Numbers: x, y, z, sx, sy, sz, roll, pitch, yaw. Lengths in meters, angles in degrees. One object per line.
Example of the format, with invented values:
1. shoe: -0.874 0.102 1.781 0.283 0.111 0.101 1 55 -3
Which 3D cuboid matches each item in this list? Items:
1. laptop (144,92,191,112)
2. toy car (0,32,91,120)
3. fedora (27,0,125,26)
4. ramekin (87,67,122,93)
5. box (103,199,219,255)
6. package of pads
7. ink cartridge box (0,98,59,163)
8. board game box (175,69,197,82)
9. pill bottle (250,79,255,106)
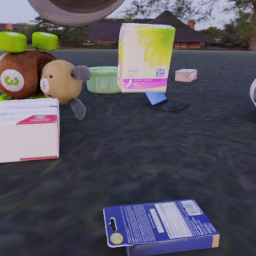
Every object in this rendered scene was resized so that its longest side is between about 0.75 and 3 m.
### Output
1. laptop: 1.297 -1.050 9.342 1.320 0.682 1.170 12 22 31
2. toy car: -2.247 -1.329 8.163 2.797 2.297 2.207 26 29 28
3. fedora: -0.725 -2.260 3.855 1.698 1.501 0.767 -23 41 -16
4. ramekin: -0.906 -2.078 12.033 1.869 0.913 1.869 0 18 0
5. box: 0.348 1.183 3.394 1.249 0.202 0.757 -2 18 -9
6. package of pads: 0.317 -1.410 5.749 1.058 1.370 0.467 -2 29 -14
7. ink cartridge box: -2.209 -0.033 6.077 1.399 0.803 1.926 -4 19 -12
8. board game box: 3.080 -2.793 14.817 0.834 0.506 1.046 11 21 29
9. pill bottle: 4.259 -0.824 7.601 1.378 1.378 2.367 2 18 5
